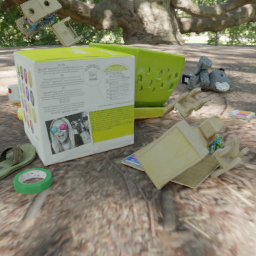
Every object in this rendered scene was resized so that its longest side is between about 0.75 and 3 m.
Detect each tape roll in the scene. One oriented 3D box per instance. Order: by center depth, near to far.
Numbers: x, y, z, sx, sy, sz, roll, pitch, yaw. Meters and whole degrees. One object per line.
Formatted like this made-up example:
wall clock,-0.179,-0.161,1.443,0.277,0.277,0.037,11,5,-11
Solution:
tape roll,-2.319,1.283,6.851,0.888,0.213,0.888,-1,21,0

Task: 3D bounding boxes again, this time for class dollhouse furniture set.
dollhouse furniture set,1.523,0.394,7.140,2.134,1.512,2.323,54,38,10
dollhouse furniture set,-3.242,-3.989,11.378,1.490,2.127,1.499,-41,13,-26

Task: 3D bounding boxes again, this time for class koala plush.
koala plush,4.727,-2.777,15.870,2.198,2.020,1.949,26,21,6

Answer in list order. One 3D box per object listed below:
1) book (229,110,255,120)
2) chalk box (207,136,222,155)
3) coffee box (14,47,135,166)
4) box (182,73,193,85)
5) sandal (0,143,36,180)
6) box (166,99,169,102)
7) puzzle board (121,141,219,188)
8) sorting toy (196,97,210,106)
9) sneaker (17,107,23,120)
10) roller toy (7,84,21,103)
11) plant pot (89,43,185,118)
book,4.744,-0.547,11.686,0.577,0.207,0.863,-22,29,-40
chalk box,2.460,0.496,8.462,0.541,0.545,0.873,-17,28,-36
coffee box,-1.729,-0.984,8.979,2.934,2.901,2.929,-12,24,-28
box,4.097,-3.074,17.699,0.999,0.620,1.007,-8,23,-23
sandal,-3.178,0.825,7.596,0.729,0.524,1.837,6,22,19
box,1.701,-1.783,14.586,0.691,0.413,1.680,0,21,0
puzzle board,1.201,0.940,7.716,2.256,0.196,1.700,13,26,37
sorting toy,3.128,-1.262,13.535,0.980,0.195,1.326,-17,30,-27
sneaker,-3.689,-1.042,11.701,1.308,1.132,2.897,-1,21,4
roller toy,-5.098,-1.644,13.460,1.377,0.962,1.256,-3,11,10
plant pot,0.217,-1.876,11.377,2.893,2.639,2.908,-5,18,-43
